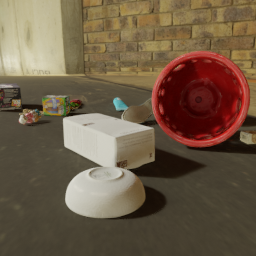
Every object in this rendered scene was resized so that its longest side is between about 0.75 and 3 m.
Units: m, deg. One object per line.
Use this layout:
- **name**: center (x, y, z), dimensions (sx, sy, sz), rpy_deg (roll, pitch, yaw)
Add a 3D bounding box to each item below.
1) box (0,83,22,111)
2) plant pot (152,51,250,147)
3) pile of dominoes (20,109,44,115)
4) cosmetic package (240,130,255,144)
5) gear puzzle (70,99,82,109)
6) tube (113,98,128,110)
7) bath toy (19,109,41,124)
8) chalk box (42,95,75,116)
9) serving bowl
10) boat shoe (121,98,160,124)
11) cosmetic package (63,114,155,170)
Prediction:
- **box**: center (-6.660, -1.737, 15.258), dimensions (1.419, 1.232, 2.147), rpy_deg (-7, 15, -25)
- **plant pot**: center (2.356, -0.917, 9.124), dimensions (2.775, 2.775, 2.527), rpy_deg (4, 6, 17)
- **pile of dominoes**: center (-4.616, -0.792, 13.674), dimensions (1.111, 0.177, 0.866), rpy_deg (4, 14, 17)
- **cosmetic package**: center (4.162, 0.282, 9.024), dimensions (0.924, 0.328, 0.486), rpy_deg (-2, 14, -10)
- **gear puzzle**: center (-3.393, -1.340, 15.460), dimensions (1.464, 0.370, 2.826), rpy_deg (-1, 14, -3)
- **tube**: center (-0.420, -1.230, 15.038), dimensions (0.692, 0.450, 1.787), rpy_deg (-10, 20, -8)
- **bath toy**: center (-4.104, -0.412, 11.684), dimensions (0.416, 0.489, 1.126), rpy_deg (-31, 4, 27)
- **chalk box**: center (-3.261, -1.086, 13.447), dimensions (1.411, 0.873, 0.878), rpy_deg (1, 13, 2)
- **serving bowl**: center (-0.434, 1.098, 5.384), dimensions (1.536, 0.505, 1.536), rpy_deg (-1, 14, 0)
- **boat shoe**: center (0.505, -0.586, 11.866), dimensions (2.241, 0.847, 0.676), rpy_deg (-24, -13, -38)
- **cosmetic package**: center (-0.611, 0.284, 7.725), dimensions (1.337, 0.973, 2.629), rpy_deg (-12, 17, -39)
